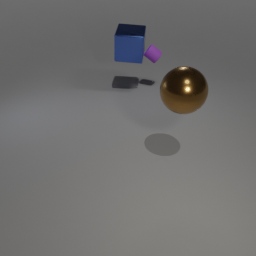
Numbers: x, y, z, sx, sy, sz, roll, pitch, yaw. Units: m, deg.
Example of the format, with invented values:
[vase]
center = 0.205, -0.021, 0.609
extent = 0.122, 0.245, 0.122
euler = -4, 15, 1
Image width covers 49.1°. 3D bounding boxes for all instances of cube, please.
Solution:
[cube]
center = 0.113, -4.203, 13.922
extent = 1.400, 1.400, 1.400
euler = 6, 43, 4

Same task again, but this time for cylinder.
[cylinder]
center = 1.297, -3.845, 14.522
extent = 0.700, 0.700, 0.700
euler = 36, 31, -11

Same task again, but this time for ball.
[ball]
center = 1.634, -1.101, 8.212
extent = 1.400, 1.400, 1.400
euler = 0, 32, 0
